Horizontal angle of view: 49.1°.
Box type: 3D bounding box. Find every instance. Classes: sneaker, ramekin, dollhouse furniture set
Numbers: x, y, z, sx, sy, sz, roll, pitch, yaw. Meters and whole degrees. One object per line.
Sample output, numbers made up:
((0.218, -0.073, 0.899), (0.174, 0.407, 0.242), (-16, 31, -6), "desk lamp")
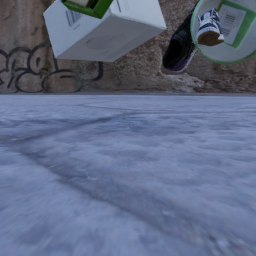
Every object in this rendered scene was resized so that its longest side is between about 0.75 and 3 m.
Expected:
((1.150, -1.490, 4.057), (0.322, 0.498, 0.918), (-14, 1, 29), "sneaker")
((2.183, -3.303, 9.980), (1.070, 2.826, 1.237), (34, 20, 21), "sneaker")
((2.904, -2.937, 7.966), (2.347, 2.347, 1.147), (3, 20, 20), "ramekin")
((-1.328, -3.142, 4.790), (1.103, 1.428, 2.858), (32, 1, 30), "dollhouse furniture set")

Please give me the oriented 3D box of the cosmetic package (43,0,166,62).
((-0.715, -3.381, 8.862), (2.630, 1.622, 2.638), (-20, -7, 40), "cosmetic package")
